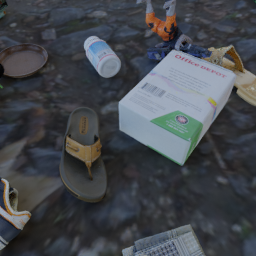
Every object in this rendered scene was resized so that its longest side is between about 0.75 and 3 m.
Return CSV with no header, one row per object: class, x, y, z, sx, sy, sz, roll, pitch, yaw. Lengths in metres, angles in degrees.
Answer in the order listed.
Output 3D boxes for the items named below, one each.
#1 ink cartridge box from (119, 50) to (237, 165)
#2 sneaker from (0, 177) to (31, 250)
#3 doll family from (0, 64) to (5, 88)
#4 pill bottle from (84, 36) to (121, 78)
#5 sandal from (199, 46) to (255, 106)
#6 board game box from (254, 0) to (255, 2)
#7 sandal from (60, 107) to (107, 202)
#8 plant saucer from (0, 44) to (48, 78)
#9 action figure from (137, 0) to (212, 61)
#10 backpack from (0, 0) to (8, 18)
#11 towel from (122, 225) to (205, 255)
ink cartridge box,1.232,-0.631,6.885,1.837,1.106,2.529,29,58,21
sneaker,-2.758,1.267,5.513,0.856,0.846,2.157,-40,72,-22
doll family,-4.304,-1.593,7.708,1.663,1.129,2.877,-37,57,-21
pill bottle,-0.810,-2.170,8.391,0.731,0.731,1.344,-22,54,-17
sandal,2.933,-1.843,7.958,1.086,0.974,2.961,-31,57,-23
board game box,6.187,-5.221,11.211,2.267,0.266,1.188,-7,53,-6
sandal,-0.916,0.395,6.169,1.022,0.683,2.501,8,50,-14
plant saucer,-3.251,-2.040,8.595,1.586,0.254,1.586,0,51,0
action figure,1.426,-2.620,7.802,2.301,2.226,1.204,20,66,43
backpack,-5.119,-4.373,10.018,1.130,0.985,1.285,19,44,13
towel,0.768,2.549,4.822,1.471,0.264,1.528,-16,52,-13
